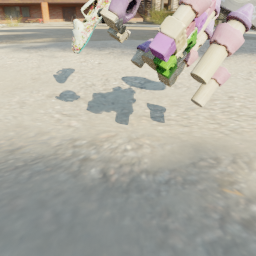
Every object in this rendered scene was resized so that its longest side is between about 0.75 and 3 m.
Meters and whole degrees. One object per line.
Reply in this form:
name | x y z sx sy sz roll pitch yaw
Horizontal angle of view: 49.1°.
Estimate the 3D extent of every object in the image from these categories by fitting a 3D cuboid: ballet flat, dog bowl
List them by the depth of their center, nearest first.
dog bowl | 3.200 -3.419 8.036 1.851 0.543 1.851 26 23 -12
ballet flat | -1.526 -3.989 10.408 0.803 2.511 0.950 30 10 -36

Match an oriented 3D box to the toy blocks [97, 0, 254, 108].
toy blocks | 1.420 -2.461 6.804 2.936 2.472 2.744 36 1 15
